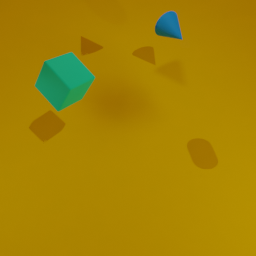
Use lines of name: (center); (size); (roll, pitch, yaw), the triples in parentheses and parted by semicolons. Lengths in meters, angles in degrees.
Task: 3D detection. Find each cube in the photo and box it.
cube: (-1.231, -0.904, 5.459); (0.722, 0.722, 0.722); (47, 44, 5)

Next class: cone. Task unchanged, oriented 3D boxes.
cone: (1.427, -2.995, 8.685); (0.863, 0.863, 0.867); (-27, 62, -16)
